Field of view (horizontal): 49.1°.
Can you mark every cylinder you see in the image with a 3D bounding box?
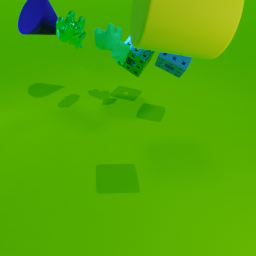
[{"bbox_3d":[0.595,-1.329,3.145,0.974,0.974,0.974,6,29,-12],"label":"cylinder"}]

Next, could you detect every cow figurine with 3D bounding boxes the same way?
[{"bbox_3d":[-0.533,-2.606,8.858,1.281,1.260,0.703,0,-2,37],"label":"cow figurine"},{"bbox_3d":[-1.654,-2.725,8.113,0.676,1.212,1.232,32,46,4],"label":"cow figurine"}]

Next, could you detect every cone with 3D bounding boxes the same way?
[{"bbox_3d":[-2.535,-3.381,9.134,1.435,1.435,1.441,30,6,40],"label":"cone"}]

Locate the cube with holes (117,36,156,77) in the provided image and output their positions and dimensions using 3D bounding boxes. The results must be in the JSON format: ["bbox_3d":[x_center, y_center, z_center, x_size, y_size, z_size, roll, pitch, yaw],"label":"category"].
[{"bbox_3d":[0.315,-2.537,9.532,0.945,0.945,0.945,34,62,-1],"label":"cube with holes"}]

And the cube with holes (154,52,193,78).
[{"bbox_3d":[1.312,-2.007,7.669,0.815,0.815,0.815,27,-5,0],"label":"cube with holes"}]
